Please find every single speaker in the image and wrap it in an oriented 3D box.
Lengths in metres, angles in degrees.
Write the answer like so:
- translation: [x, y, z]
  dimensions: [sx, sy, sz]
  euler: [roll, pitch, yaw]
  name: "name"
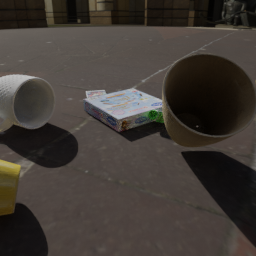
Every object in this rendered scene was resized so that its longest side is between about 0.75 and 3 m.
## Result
- translation: [1.217, -0.457, 11.165]
  dimensions: [0.452, 0.452, 1.023]
  euler: [19, 5, 34]
  name: "speaker"

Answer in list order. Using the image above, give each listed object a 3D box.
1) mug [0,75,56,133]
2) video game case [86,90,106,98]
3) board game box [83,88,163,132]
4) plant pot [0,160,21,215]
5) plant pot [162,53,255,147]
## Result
- translation: [-4.609, -0.899, 11.102]
  dimensions: [2.360, 1.987, 2.691]
  euler: [15, 60, 33]
  name: "mug"
- translation: [-1.653, -1.744, 14.637]
  dimensions: [1.025, 0.129, 1.125]
  euler: [-5, 26, -10]
  name: "video game case"
- translation: [-0.051, -0.909, 12.338]
  dimensions: [2.835, 0.583, 2.828]
  euler: [-17, 30, -32]
  name: "board game box"
- translation: [-3.445, 1.364, 6.498]
  dimensions: [1.667, 1.772, 1.772]
  euler: [9, 22, -21]
  name: "plant pot"
- translation: [2.099, -0.412, 8.548]
  dimensions: [2.524, 2.694, 2.524]
  euler: [1, 67, -2]
  name: "plant pot"
